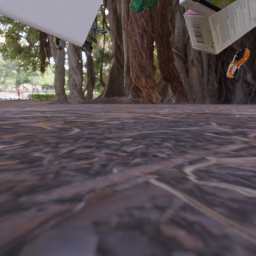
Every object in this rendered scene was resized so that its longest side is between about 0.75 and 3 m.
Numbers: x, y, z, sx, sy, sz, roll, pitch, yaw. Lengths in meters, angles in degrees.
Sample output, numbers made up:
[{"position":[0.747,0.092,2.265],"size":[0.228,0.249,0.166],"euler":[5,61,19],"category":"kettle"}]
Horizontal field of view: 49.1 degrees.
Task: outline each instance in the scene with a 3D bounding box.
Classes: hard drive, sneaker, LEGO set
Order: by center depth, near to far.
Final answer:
[{"position":[-1.506,-2.441,4.584],"size":[2.246,1.481,0.285],"euler":[15,27,-32],"category":"hard drive"},{"position":[-1.769,-3.276,10.018],"size":[2.160,1.403,0.612],"euler":[1,-3,-36],"category":"LEGO set"},{"position":[4.153,-2.486,10.756],"size":[0.474,1.252,0.576],"euler":[33,3,3],"category":"sneaker"}]

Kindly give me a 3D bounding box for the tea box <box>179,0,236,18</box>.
[{"position":[2.156,-3.859,6.769],"size":[1.046,1.566,1.541],"euler":[11,-12,-28],"category":"tea box"}]

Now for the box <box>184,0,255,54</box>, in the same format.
[{"position":[3.220,-3.738,9.490],"size":[2.209,1.412,1.203],"euler":[-36,35,-12],"category":"box"}]

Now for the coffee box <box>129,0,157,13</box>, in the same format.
[{"position":[0.708,-4.126,8.075],"size":[0.961,0.344,1.563],"euler":[-38,-10,-41],"category":"coffee box"}]
